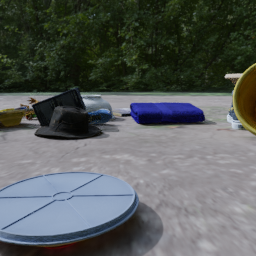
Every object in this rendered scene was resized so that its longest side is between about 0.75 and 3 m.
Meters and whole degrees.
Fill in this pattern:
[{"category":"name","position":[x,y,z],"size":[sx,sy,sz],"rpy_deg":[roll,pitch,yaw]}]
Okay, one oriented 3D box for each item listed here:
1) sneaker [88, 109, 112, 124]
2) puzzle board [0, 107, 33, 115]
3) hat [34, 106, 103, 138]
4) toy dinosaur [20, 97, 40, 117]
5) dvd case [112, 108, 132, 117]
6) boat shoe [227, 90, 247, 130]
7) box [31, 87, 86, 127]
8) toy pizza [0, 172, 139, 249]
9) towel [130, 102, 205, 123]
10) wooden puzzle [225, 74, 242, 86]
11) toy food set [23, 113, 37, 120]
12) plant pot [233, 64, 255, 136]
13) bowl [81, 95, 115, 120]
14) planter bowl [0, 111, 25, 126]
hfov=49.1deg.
[{"category":"sneaker","position":[-1.294,-0.338,10.240],"size":[1.466,0.576,0.654],"rpy_deg":[-6,14,13]},{"category":"puzzle board","position":[-5.006,-0.457,10.229],"size":[2.447,0.213,1.844],"rpy_deg":[-9,3,30]},{"category":"hat","position":[-1.802,-0.236,8.414],"size":[2.079,0.839,2.079],"rpy_deg":[0,10,0]},{"category":"toy dinosaur","position":[-4.012,-0.812,12.944],"size":[2.787,0.842,1.481],"rpy_deg":[-12,34,-23]},{"category":"dvd case","position":[-0.163,-0.809,14.068],"size":[1.664,0.179,2.238],"rpy_deg":[-6,10,-31]},{"category":"boat shoe","position":[4.229,-0.774,10.239],"size":[1.012,1.299,2.861],"rpy_deg":[3,9,16]},{"category":"box","position":[-2.381,-0.764,10.018],"size":[1.565,0.895,1.719],"rpy_deg":[-22,11,-3]},{"category":"toy pizza","position":[-0.730,0.880,3.145],"size":[1.708,0.271,1.708],"rpy_deg":[-1,10,0]},{"category":"towel","position":[1.486,-0.550,11.203],"size":[2.676,0.663,1.976],"rpy_deg":[-1,18,-8]},{"category":"wooden puzzle","position":[5.170,-1.103,9.474],"size":[2.957,0.685,2.739],"rpy_deg":[36,-7,-25]},{"category":"toy food set","position":[-4.031,-0.449,11.758],"size":[0.763,0.249,0.449],"rpy_deg":[-5,-14,-41]},{"category":"plant pot","position":[4.099,-0.630,7.664],"size":[2.099,2.099,1.975],"rpy_deg":[5,-4,29]},{"category":"bowl","position":[-1.677,-0.899,12.032],"size":[2.253,1.013,2.253],"rpy_deg":[-1,8,0]},{"category":"planter bowl","position":[-4.082,-0.291,9.826],"size":[1.001,0.417,1.001],"rpy_deg":[-10,4,1]}]
